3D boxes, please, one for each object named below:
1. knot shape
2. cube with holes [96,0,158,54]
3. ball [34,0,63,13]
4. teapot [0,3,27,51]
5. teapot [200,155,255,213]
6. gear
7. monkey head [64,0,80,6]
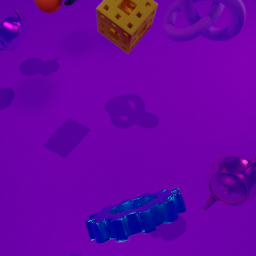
[{"bbox_3d":[1.588,-2.693,6.446,1.758,0.868,1.879,-26,97,24],"label":"knot shape"},{"bbox_3d":[-0.041,-2.187,5.595,0.826,0.826,0.826,38,80,3],"label":"cube with holes"},{"bbox_3d":[-2.316,-3.767,8.128,0.812,0.812,0.812,0,62,0],"label":"ball"},{"bbox_3d":[-3.145,-2.593,7.426,0.739,1.510,0.939,31,34,-31],"label":"teapot"},{"bbox_3d":[2.057,1.150,5.692,1.060,1.705,0.835,41,37,12],"label":"teapot"},{"bbox_3d":[0.104,1.137,3.744,1.310,1.310,0.242,-17,85,-9],"label":"gear"},{"bbox_3d":[-1.661,-3.913,7.991,1.116,0.803,0.673,-29,103,-31],"label":"monkey head"}]
